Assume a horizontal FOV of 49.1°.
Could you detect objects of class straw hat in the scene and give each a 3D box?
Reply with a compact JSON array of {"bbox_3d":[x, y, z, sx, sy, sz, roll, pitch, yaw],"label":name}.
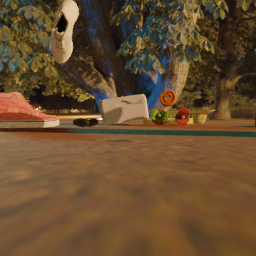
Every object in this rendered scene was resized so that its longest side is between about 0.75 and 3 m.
[{"bbox_3d":[4.021,-0.619,15.791,1.875,0.793,1.875,-2,2,0],"label":"straw hat"}]

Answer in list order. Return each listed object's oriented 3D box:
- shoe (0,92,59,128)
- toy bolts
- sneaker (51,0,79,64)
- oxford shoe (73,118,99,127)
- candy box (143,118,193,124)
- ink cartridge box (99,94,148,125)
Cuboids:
[{"bbox_3d":[-3.443,-0.595,9.429,0.908,1.156,2.542,2,3,43],"label":"shoe"},{"bbox_3d":[1.943,-0.730,12.257,1.635,1.561,1.134,19,-2,9],"label":"toy bolts"},{"bbox_3d":[-1.981,-2.699,8.207,0.694,1.973,0.791,18,43,-4],"label":"sneaker"},{"bbox_3d":[-1.559,-0.165,10.262,0.913,0.332,0.385,3,-14,-13],"label":"oxford shoe"},{"bbox_3d":[2.107,-0.364,15.050,1.244,0.321,2.433,-2,3,-44],"label":"candy box"},{"bbox_3d":[-0.086,-0.919,14.306,2.147,1.233,2.956,-8,3,6],"label":"ink cartridge box"}]
